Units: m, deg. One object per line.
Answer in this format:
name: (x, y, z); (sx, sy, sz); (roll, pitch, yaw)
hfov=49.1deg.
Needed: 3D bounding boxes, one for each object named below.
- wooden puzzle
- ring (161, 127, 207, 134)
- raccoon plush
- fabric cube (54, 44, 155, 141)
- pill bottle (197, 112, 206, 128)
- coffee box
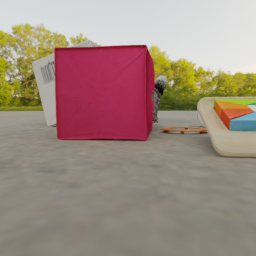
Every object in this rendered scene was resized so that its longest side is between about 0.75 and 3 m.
wooden puzzle: (3.027, -0.240, 6.117); (2.693, 0.542, 2.911); (1, 22, 7)
ring: (1.976, 0.078, 9.796); (1.656, 0.159, 1.656); (1, 5, 0)
raccoon plush: (0.896, -1.239, 11.398); (1.362, 2.816, 1.887); (23, -10, -10)
fabric cube: (-0.534, -1.023, 8.557); (2.587, 2.538, 2.579); (1, 5, 7)
pill bottle: (3.455, -0.532, 11.811); (1.030, 1.030, 1.831); (1, 5, 13)
coffee box: (-2.162, -1.936, 13.210); (2.955, 2.959, 2.926); (-15, -1, 16)
